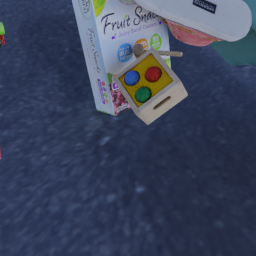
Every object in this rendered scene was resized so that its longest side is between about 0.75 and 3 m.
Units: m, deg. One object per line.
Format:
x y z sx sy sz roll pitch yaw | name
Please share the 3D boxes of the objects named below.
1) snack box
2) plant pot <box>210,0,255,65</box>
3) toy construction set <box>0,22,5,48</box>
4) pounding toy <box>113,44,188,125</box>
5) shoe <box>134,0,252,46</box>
-0.009 -1.867 5.917 1.926 2.709 0.718 -30 34 -33 | snack box
2.545 -3.107 6.382 2.035 2.880 2.034 -59 23 0 | plant pot
-3.108 -2.539 5.471 1.278 1.819 2.775 1 76 -21 | toy construction set
0.396 -1.067 5.017 1.286 0.670 1.464 -37 62 10 | pounding toy
0.870 -2.309 5.314 2.772 1.261 0.990 17 90 -21 | shoe
